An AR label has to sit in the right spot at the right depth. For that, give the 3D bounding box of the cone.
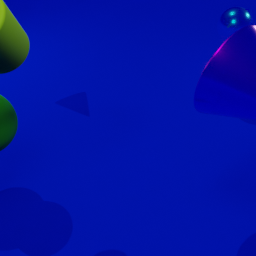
[{"bbox_3d":[1.758,-0.375,3.467,1.313,1.313,1.318,-29,54,-27],"label":"cone"}]

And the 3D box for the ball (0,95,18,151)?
[{"bbox_3d":[-2.416,-0.085,4.641,1.103,1.103,1.103,0,43,0],"label":"ball"}]

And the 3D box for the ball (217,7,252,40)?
[{"bbox_3d":[2.690,-2.617,7.089,0.839,0.839,0.839,0,43,0],"label":"ball"}]

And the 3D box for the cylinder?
[{"bbox_3d":[-1.614,-1.090,3.238,0.713,0.713,0.713,0,77,2],"label":"cylinder"}]
